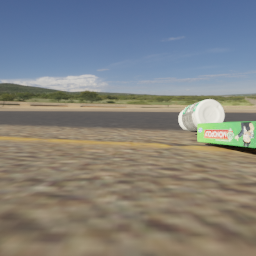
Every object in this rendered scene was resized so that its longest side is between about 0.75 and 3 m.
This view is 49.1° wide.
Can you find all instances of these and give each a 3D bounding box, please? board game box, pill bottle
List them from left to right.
[{"bbox_3d":[1.397,-0.208,5.508,0.575,0.575,1.016,-1,-4,-11],"label":"pill bottle"},{"bbox_3d":[2.411,0.066,4.098,2.296,0.334,1.545,-1,-1,-11],"label":"board game box"}]
